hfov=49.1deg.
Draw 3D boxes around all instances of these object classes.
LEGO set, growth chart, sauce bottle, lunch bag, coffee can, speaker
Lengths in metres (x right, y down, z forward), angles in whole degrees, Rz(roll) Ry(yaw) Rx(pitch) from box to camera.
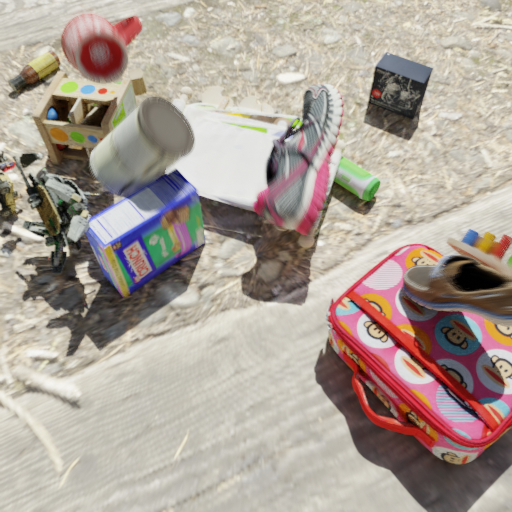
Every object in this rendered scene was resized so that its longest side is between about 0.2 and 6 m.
[{"bbox_3d":[-3.674,-1.008,9.968,0.954,2.187,3.368,-24,53,-36],"label":"LEGO set"},{"bbox_3d":[-0.241,-2.022,11.212,4.032,0.358,2.918,21,64,14],"label":"growth chart"},{"bbox_3d":[-5.272,-4.379,13.281,0.436,0.436,1.322,34,61,21],"label":"sauce bottle"},{"bbox_3d":[2.679,1.536,8.822,2.774,1.290,3.149,-36,59,-19],"label":"lunch bag"},{"bbox_3d":[-1.949,-1.818,9.539,1.510,1.105,1.105,-29,47,36],"label":"coffee can"},{"bbox_3d":[1.864,-1.642,11.360,1.279,0.566,0.566,37,63,23],"label":"speaker"}]

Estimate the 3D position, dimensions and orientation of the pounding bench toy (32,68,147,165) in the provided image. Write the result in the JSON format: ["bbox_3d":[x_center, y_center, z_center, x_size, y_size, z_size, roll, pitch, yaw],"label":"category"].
[{"bbox_3d":[-3.434,-3.111,11.844,1.749,1.393,2.242,9,56,7],"label":"pounding bench toy"}]

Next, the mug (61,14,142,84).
[{"bbox_3d":[-2.715,-3.736,9.766,1.420,1.067,1.599,-56,32,12],"label":"mug"}]

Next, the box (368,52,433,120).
[{"bbox_3d":[3.198,-3.795,12.513,1.146,1.044,0.597,26,60,17],"label":"box"}]

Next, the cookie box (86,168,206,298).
[{"bbox_3d":[-1.886,-0.377,9.862,1.892,1.619,0.711,-36,63,-20],"label":"cookie box"}]

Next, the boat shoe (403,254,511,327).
[{"bbox_3d":[2.889,0.347,7.940,0.736,0.737,2.036,-46,32,-22],"label":"boat shoe"}]

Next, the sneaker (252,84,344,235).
[{"bbox_3d":[0.812,-1.935,10.095,1.160,1.253,3.107,17,62,-5],"label":"sneaker"}]

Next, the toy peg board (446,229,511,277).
[{"bbox_3d":[4.040,-0.053,9.293,1.260,1.265,0.619,34,96,39],"label":"toy peg board"}]
